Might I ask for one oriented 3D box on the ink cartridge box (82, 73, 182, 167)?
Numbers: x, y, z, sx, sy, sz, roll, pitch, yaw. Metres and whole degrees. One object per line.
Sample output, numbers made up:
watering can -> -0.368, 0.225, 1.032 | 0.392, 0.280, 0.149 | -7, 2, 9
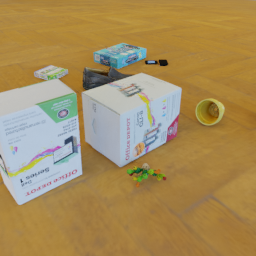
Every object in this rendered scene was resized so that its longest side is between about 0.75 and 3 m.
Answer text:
ink cartridge box -> 0.121, -0.395, 9.521 | 2.753, 2.001, 1.991 | -25, 40, -34

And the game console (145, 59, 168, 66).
game console -> 1.706, -3.929, 16.825 | 1.359, 0.164, 0.802 | -1, 32, 0

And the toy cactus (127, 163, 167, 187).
toy cactus -> 0.546, 1.342, 8.310 | 1.140, 0.583, 0.941 | -2, 14, 4

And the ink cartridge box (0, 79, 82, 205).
ink cartridge box -> -2.444, 0.367, 7.579 | 2.054, 2.837, 1.191 | -23, 42, -32

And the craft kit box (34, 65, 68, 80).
craft kit box -> -4.178, -3.005, 15.264 | 1.279, 0.314, 1.295 | 16, 36, 28

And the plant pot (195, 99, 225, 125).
plant pot -> 3.314, -0.674, 11.032 | 1.014, 1.014, 0.954 | 23, 23, 32

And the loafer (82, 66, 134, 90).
loafer -> -0.789, -2.473, 13.696 | 2.898, 1.048, 1.055 | -4, 32, -9

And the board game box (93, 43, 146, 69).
board game box -> -0.470, -4.487, 17.262 | 1.997, 0.621, 2.646 | 25, 40, 34
